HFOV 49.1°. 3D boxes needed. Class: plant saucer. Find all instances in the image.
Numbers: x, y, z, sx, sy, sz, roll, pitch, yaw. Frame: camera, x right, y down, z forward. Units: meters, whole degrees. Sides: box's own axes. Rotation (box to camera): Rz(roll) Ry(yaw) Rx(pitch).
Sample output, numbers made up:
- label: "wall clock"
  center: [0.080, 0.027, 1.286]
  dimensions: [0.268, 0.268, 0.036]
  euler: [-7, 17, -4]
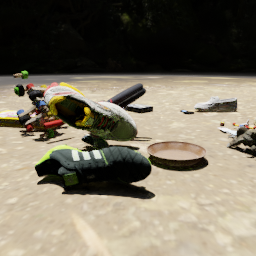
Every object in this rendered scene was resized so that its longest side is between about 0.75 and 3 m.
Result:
- label: "plant saucer"
  center: [1.268, 0.688, 7.404]
  dimensions: [1.578, 0.289, 1.578]
  euler: [1, 14, 0]

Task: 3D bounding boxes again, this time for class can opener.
- label: "can opener"
  center: [-0.489, -0.808, 9.488]
  dimensions: [2.391, 0.940, 0.758]
  euler: [-29, -19, 15]

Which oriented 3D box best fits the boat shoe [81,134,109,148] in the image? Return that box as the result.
- label: "boat shoe"
  center: [-0.989, 0.416, 8.352]
  dimensions: [0.874, 0.327, 0.270]
  euler: [22, 28, 20]

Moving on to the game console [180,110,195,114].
- label: "game console"
  center: [2.883, -0.801, 13.923]
  dimensions: [0.493, 0.101, 0.835]
  euler: [-6, 15, -25]

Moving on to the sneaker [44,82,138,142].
- label: "sneaker"
  center: [-1.006, -0.228, 7.873]
  dimensions: [2.881, 1.122, 1.184]
  euler: [21, 17, -21]

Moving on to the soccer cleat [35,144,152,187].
- label: "soccer cleat"
  center: [-0.767, 0.868, 5.826]
  dimensions: [2.541, 0.858, 1.030]
  euler: [2, 26, 26]

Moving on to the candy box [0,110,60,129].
- label: "candy box"
  center: [-4.123, -0.379, 11.553]
  dimensions: [2.974, 0.393, 1.520]
  euler: [4, 12, 13]

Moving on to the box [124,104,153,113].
- label: "box"
  center: [0.539, -1.025, 14.430]
  dimensions: [0.978, 0.298, 1.213]
  euler: [-15, 20, -42]

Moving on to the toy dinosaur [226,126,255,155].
- label: "toy dinosaur"
  center: [3.824, 0.336, 7.758]
  dimensions: [2.151, 0.828, 1.100]
  euler: [4, 20, 26]

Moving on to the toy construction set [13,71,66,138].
- label: "toy construction set"
  center: [-2.749, -0.721, 10.089]
  dimensions: [1.828, 1.984, 2.379]
  euler: [-17, 44, -41]

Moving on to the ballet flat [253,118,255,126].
- label: "ballet flat"
  center: [5.157, -0.251, 10.875]
  dimensions: [0.493, 0.457, 1.400]
  euler: [-1, 12, 17]

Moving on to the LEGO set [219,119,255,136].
- label: "LEGO set"
  center: [4.064, -0.034, 10.158]
  dimensions: [1.328, 0.436, 1.778]
  euler: [2, 12, -7]

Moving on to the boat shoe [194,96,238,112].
- label: "boat shoe"
  center: [4.513, -1.245, 14.315]
  dimensions: [2.246, 0.769, 0.809]
  euler: [0, 14, 1]
